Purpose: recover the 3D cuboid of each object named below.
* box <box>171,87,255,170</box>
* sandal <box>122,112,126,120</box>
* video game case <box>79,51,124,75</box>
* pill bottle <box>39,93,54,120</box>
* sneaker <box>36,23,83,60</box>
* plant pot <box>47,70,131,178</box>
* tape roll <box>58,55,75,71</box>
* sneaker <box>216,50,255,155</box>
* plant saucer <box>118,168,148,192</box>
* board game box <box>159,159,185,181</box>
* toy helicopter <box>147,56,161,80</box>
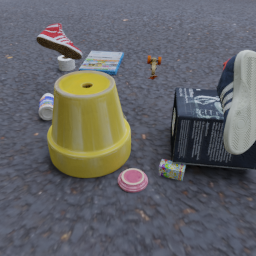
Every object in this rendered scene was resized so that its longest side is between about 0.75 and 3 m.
[{"bbox_3d":[2.852,-0.098,9.267,2.706,1.706,2.753,6,26,5],"label":"box"},{"bbox_3d":[-0.693,-0.815,11.594,0.801,0.538,1.994,-19,39,-25],"label":"sandal"},{"bbox_3d":[-1.452,-3.803,16.130,2.039,0.254,2.850,5,35,6],"label":"video game case"},{"bbox_3d":[-3.311,-0.926,11.605,0.708,0.708,1.264,-7,36,-10],"label":"pill bottle"},{"bbox_3d":[-2.861,-3.916,12.548,2.106,0.750,1.185,24,59,-4],"label":"sneaker"},{"bbox_3d":[-1.263,-0.286,9.034,2.793,2.627,2.793,1,35,-1],"label":"plant pot"},{"bbox_3d":[-3.409,-3.617,15.541,0.898,0.616,0.898,0,34,0],"label":"tape roll"},{"bbox_3d":[2.285,-0.517,6.029,0.807,2.153,0.910,12,-4,-19],"label":"sneaker"},{"bbox_3d":[0.148,1.541,8.496,0.921,0.233,0.921,0,34,0],"label":"plant saucer"},{"bbox_3d":[1.369,1.296,8.708,0.754,0.388,0.395,11,36,15],"label":"board game box"},{"bbox_3d":[1.021,-2.365,11.428,0.575,0.964,1.458,8,23,3],"label":"toy helicopter"}]
